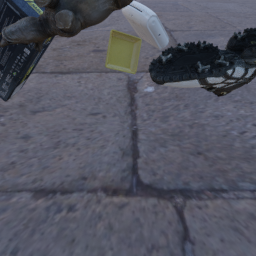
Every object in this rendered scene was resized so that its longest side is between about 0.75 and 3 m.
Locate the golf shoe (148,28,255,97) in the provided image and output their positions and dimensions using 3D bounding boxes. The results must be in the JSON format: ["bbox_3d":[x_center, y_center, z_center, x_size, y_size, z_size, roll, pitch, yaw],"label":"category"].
[{"bbox_3d":[1.808,-1.130,5.984,2.946,1.392,1.145,-15,51,-16],"label":"golf shoe"}]

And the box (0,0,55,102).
[{"bbox_3d":[-3.107,-2.234,6.391,2.364,2.998,0.765,42,46,-13],"label":"box"}]

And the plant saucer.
[{"bbox_3d":[-0.177,-2.186,8.137,1.069,1.069,0.259,6,8,-34],"label":"plant saucer"}]

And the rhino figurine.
[{"bbox_3d":[-0.720,-1.366,3.282,1.912,0.572,0.836,-24,12,14],"label":"rhino figurine"}]

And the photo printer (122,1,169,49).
[{"bbox_3d":[0.634,-3.904,10.464,0.647,1.862,1.549,-49,58,4],"label":"photo printer"}]
